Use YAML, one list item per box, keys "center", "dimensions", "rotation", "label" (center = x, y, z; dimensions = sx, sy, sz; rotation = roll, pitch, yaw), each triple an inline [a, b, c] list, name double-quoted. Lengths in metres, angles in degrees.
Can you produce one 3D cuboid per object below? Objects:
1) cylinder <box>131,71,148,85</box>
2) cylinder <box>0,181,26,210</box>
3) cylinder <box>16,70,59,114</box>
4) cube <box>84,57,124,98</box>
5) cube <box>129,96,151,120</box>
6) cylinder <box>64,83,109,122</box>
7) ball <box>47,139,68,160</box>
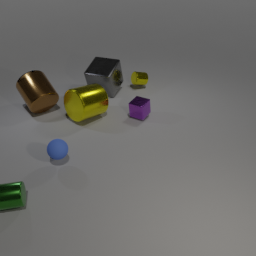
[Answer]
- center: [0.621, -2.663, 15.043]
  dimensions: [0.700, 0.700, 0.700]
  rotation: [-2, 28, -30]
  label: "cylinder"
- center: [-3.256, 1.872, 7.764]
  dimensions: [0.700, 0.700, 0.700]
  rotation: [-7, 32, -10]
  label: "cylinder"
- center: [-4.039, -1.605, 12.535]
  dimensions: [1.400, 1.400, 1.400]
  rotation: [-25, 70, -35]
  label: "cylinder"
- center: [-1.195, -2.599, 14.292]
  dimensions: [1.400, 1.400, 1.400]
  rotation: [12, 53, 19]
  label: "cube"
- center: [0.516, -0.880, 12.249]
  dimensions: [0.700, 0.700, 0.700]
  rotation: [17, 43, 28]
  label: "cube"
- center: [-1.793, -1.111, 12.037]
  dimensions: [1.400, 1.400, 1.400]
  rotation: [25, 33, 35]
  label: "cylinder"
- center: [-2.342, 0.708, 9.319]
  dimensions: [0.700, 0.700, 0.700]
  rotation: [0, 31, 0]
  label: "ball"
